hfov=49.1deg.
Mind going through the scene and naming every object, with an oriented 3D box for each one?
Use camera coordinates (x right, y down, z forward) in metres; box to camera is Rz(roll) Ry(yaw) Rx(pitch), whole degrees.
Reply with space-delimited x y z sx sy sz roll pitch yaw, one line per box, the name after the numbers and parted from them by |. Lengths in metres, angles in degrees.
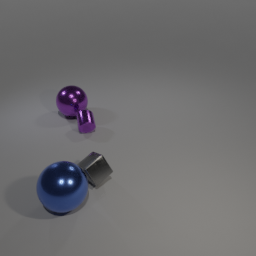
-1.708 -0.262 11.404 0.700 0.700 0.700 -8 55 -12 | cylinder
-2.487 -1.189 12.447 1.400 1.400 1.400 0 31 0 | ball
-1.033 1.256 8.712 0.700 0.700 0.700 -40 24 -23 | cube
-1.803 1.614 7.745 1.400 1.400 1.400 0 31 0 | ball
